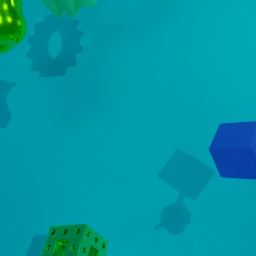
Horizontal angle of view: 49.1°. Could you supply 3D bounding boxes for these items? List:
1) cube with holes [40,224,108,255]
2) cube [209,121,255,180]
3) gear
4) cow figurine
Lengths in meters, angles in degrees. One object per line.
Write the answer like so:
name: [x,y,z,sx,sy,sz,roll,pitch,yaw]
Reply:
cube with holes: [-1.037,2.465,5.391,0.872,0.872,0.872,-12,44,25]
cube: [2.425,0.480,6.073,0.893,0.893,0.893,-53,125,-38]
gear: [-1.175,-3.541,6.513,2.045,0.378,2.045,-11,65,24]
cow figurine: [-2.109,-2.263,4.868,1.567,0.874,1.592,-24,89,22]
